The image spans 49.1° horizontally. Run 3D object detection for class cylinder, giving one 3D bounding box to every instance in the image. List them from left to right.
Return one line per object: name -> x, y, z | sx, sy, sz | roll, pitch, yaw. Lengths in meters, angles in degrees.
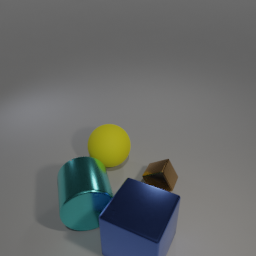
cylinder -> -1.136, 1.712, 7.443 | 1.400, 1.400, 1.400 | -8, 33, -12

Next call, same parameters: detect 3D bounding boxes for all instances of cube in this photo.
cube -> 0.292, 2.285, 6.549 | 1.400, 1.400, 1.400 | 16, 37, 23
cube -> 0.959, 1.438, 8.261 | 0.700, 0.700, 0.700 | -19, 17, 32

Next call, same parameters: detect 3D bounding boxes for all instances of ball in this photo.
ball -> -0.612, 0.568, 9.113 | 1.400, 1.400, 1.400 | 0, 33, 0
